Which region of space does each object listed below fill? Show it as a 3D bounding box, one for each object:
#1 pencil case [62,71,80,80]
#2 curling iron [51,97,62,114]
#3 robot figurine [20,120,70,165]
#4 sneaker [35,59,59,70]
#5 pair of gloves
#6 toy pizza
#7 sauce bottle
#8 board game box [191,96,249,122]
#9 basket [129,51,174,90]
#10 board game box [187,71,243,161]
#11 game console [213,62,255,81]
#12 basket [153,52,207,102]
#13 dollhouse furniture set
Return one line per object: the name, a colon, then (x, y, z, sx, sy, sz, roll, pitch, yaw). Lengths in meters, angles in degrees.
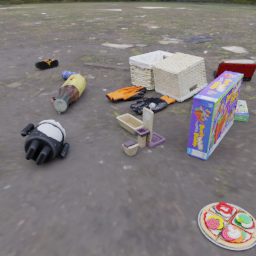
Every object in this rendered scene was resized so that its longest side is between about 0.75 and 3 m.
pencil case: (-2.491, -2.309, 12.461, 0.987, 0.385, 0.429, 16, 23, 35)
curling iron: (-2.552, -0.833, 10.141, 0.331, 0.171, 1.336, -10, 31, -18)
robot figurine: (-2.160, 0.343, 7.338, 0.868, 1.045, 1.391, -15, 26, 15)
sneaker: (-4.187, -3.241, 14.202, 1.260, 0.441, 0.567, -21, 28, -38)
pair of gloves: (0.464, -1.085, 10.514, 1.911, 0.265, 2.145, -23, 39, -36)
toy pizza: (1.947, 1.829, 5.414, 1.149, 0.182, 1.149, 0, 29, 0)
sauce bottle: (-2.147, -1.348, 10.448, 0.780, 0.780, 2.362, 3, 28, 5)
board game box: (3.195, -0.705, 9.824, 1.823, 0.265, 1.227, 8, 30, 13)
basket: (1.135, -2.493, 12.043, 1.932, 1.192, 1.309, -23, 36, -36)
board game box: (2.491, -0.443, 7.908, 0.559, 1.678, 2.496, 18, 34, 29)
game console: (4.760, -2.654, 12.592, 1.573, 0.933, 1.355, 5, 30, 7)
basket: (1.991, -2.034, 10.897, 1.539, 1.249, 1.553, -31, 37, -23)
dollhouse furniture set: (0.071, -0.260, 8.059, 1.359, 1.217, 1.715, -20, 35, -31)
